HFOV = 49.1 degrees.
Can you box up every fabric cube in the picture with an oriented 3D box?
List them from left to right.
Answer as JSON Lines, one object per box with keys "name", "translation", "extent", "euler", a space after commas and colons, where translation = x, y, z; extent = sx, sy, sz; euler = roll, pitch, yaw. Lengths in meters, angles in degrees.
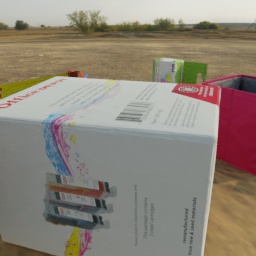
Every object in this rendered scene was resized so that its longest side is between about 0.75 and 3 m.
{"name": "fabric cube", "translation": [2.870, -0.207, 6.675], "extent": [1.722, 1.749, 1.755], "euler": [-17, 27, -34]}

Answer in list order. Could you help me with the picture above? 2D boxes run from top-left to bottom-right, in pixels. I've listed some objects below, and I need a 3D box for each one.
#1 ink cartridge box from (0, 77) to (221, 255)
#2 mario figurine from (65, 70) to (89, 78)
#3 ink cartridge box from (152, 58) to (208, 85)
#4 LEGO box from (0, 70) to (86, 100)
{"name": "ink cartridge box", "translation": [-0.248, 0.509, 4.228], "extent": [2.940, 2.126, 2.136], "euler": [7, 24, 17]}
{"name": "mario figurine", "translation": [-2.656, -2.371, 14.017], "extent": [1.006, 0.864, 1.631], "euler": [-30, -5, 28]}
{"name": "ink cartridge box", "translation": [2.064, -1.971, 11.429], "extent": [2.077, 1.535, 0.787], "euler": [17, 27, 36]}
{"name": "LEGO box", "translation": [-1.874, -0.365, 6.532], "extent": [2.336, 0.901, 1.740], "euler": [-8, -18, 10]}
